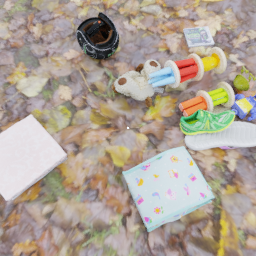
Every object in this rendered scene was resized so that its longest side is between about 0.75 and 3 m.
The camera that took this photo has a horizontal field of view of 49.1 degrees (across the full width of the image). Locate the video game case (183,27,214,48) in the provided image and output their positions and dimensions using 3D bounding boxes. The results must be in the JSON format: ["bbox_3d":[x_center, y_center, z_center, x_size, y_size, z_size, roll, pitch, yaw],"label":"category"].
[{"bbox_3d":[3.251,-4.209,12.918,1.191,0.139,1.083,-7,63,-4],"label":"video game case"}]

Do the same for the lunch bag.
[{"bbox_3d":[1.297,1.898,9.051,2.380,1.451,2.028,-24,64,-6],"label":"lunch bag"}]

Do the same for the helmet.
[{"bbox_3d":[-1.268,-3.816,11.798,1.867,1.780,1.867,-1,95,-13],"label":"helmet"}]

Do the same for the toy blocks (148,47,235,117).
[{"bbox_3d":[2.312,-1.471,10.452,2.913,1.058,2.428,-19,100,-13],"label":"toy blocks"}]

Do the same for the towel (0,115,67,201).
[{"bbox_3d":[-3.846,0.975,10.009,2.542,0.410,2.428,-38,68,-24],"label":"towel"}]

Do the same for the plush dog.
[{"bbox_3d":[0.305,-1.742,11.038,1.957,1.570,1.681,-33,36,-12],"label":"plush dog"}]

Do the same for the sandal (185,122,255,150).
[{"bbox_3d":[3.549,0.394,10.289,2.872,0.706,1.169,-3,47,12],"label":"sandal"}]

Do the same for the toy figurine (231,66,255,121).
[{"bbox_3d":[4.454,-1.079,10.762,1.362,1.199,2.274,-31,66,-4],"label":"toy figurine"}]

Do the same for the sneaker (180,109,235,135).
[{"bbox_3d":[2.780,-0.267,9.935,1.948,0.814,0.721,-14,39,20],"label":"sneaker"}]
